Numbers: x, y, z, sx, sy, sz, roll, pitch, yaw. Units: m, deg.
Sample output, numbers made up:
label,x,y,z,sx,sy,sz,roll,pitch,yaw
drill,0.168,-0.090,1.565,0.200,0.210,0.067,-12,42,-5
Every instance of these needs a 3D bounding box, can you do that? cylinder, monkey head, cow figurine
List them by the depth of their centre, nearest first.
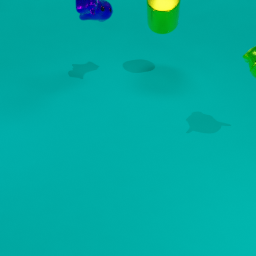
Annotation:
label,x,y,z,sx,sy,sz,roll,pitch,yaw
monkey head,3.267,-1.633,6.331,1.582,1.138,0.953,-3,44,-24
cow figurine,-1.063,-3.965,9.197,1.579,0.867,1.554,-7,13,-35
cylinder,1.227,-4.086,9.772,1.133,1.133,1.133,-2,69,5
